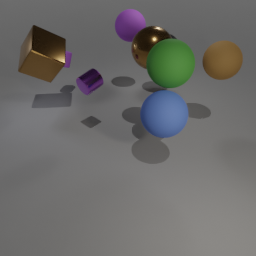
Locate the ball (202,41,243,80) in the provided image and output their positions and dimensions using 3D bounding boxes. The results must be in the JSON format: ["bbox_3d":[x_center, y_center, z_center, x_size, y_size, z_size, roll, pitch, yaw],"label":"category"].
[{"bbox_3d":[3.447,-2.466,10.240,1.400,1.400,1.400,0,32,0],"label":"ball"}]

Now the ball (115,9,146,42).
[{"bbox_3d":[0.105,-4.637,12.711,1.400,1.400,1.400,0,32,0],"label":"ball"}]

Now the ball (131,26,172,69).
[{"bbox_3d":[0.803,-2.622,9.222,1.400,1.400,1.400,0,32,0],"label":"ball"}]

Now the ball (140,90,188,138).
[{"bbox_3d":[1.061,-0.408,8.251,1.400,1.400,1.400,0,32,0],"label":"ball"}]

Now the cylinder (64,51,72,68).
[{"bbox_3d":[-3.038,-3.267,13.179,0.700,0.700,0.700,13,16,-4],"label":"cylinder"}]

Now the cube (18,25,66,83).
[{"bbox_3d":[-3.453,-2.947,11.309,1.400,1.400,1.400,16,55,-35],"label":"cube"}]

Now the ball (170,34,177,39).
[{"bbox_3d":[1.724,-3.665,13.030,1.400,1.400,1.400,0,32,0],"label":"ball"}]

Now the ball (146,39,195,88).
[{"bbox_3d":[1.232,-1.862,8.138,1.400,1.400,1.400,0,32,0],"label":"ball"}]

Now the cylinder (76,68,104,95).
[{"bbox_3d":[-1.341,-1.624,9.846,0.700,0.700,0.700,28,58,38],"label":"cylinder"}]
